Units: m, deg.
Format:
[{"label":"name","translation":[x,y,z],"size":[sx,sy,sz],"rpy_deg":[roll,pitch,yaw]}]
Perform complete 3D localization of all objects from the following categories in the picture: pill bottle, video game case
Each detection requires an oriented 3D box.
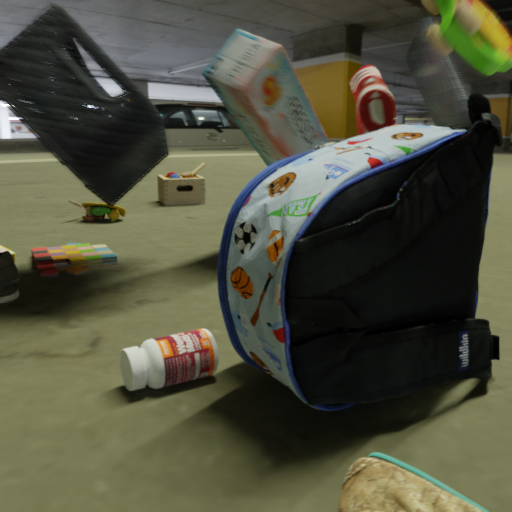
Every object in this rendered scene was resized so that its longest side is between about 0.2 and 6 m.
[{"label":"pill bottle","translation":[-0.930,1.120,6.008],"size":[0.960,0.526,0.526],"rpy_deg":[-8,16,-30]},{"label":"video game case","translation":[3.011,-2.769,9.218],"size":[0.177,1.864,1.332],"rpy_deg":[-21,-7,1]}]

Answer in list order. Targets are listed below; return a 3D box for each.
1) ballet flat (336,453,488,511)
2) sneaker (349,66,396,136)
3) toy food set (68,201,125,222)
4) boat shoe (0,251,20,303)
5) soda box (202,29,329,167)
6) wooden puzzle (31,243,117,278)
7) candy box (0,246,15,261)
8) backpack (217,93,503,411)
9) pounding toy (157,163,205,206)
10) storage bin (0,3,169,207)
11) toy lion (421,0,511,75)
[{"label":"ballet flat","translation":[1.378,1.837,3.133],"size":[2.150,0.758,0.702],"rpy_deg":[8,42,41]},{"label":"sneaker","translation":[2.826,-3.198,13.204],"size":[1.110,2.833,1.636],"rpy_deg":[-5,53,6]},{"label":"toy food set","translation":[-4.390,-1.152,15.562],"size":[1.498,0.489,0.881],"rpy_deg":[5,-10,11]},{"label":"boat shoe","translation":[-5.008,0.401,8.412],"size":[2.682,0.764,0.897],"rpy_deg":[-6,15,-25]},{"label":"soda box","translation":[0.405,-2.879,11.672],"size":[1.255,1.167,3.670],"rpy_deg":[34,-6,32]},{"label":"wooden puzzle","translation":[-3.674,0.007,11.255],"size":[1.475,0.175,2.487],"rpy_deg":[-7,15,-25]},{"label":"candy box","translation":[-5.658,-0.069,11.471],"size":[0.855,0.221,1.672],"rpy_deg":[-9,16,-41]},{"label":"backpack","translation":[0.979,0.056,5.824],"size":[2.867,3.010,2.319],"rpy_deg":[-23,23,-37]},{"label":"pounding toy","translation":[-2.399,-2.459,19.043],"size":[1.759,1.251,1.620],"rpy_deg":[-5,15,-18]},{"label":"storage bin","translation":[-2.852,-2.285,9.440],"size":[1.569,2.263,3.348],"rpy_deg":[-43,4,-5]},{"label":"toy lion","translation":[2.795,-2.824,7.077],"size":[1.523,0.546,1.589],"rpy_deg":[29,46,-24]}]
